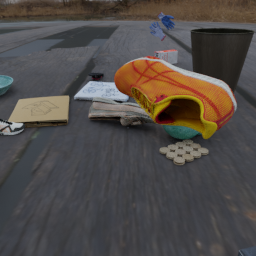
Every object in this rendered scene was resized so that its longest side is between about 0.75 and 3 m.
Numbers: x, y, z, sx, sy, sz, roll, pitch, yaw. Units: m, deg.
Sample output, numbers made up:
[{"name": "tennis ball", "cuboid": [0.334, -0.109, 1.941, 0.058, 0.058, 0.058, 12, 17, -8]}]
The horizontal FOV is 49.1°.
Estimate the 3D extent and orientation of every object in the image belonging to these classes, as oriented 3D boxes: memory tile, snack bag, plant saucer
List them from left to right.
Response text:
[{"name": "plant saucer", "cuboid": [-6.023, -1.623, 11.443, 2.584, 0.464, 2.584, -1, 26, 0]}, {"name": "snack bag", "cuboid": [-0.873, -1.502, 11.467, 2.144, 0.229, 2.021, 4, 26, 10]}, {"name": "memory tile", "cuboid": [1.440, 0.603, 7.193, 1.106, 0.093, 0.848, -15, 29, -30]}]

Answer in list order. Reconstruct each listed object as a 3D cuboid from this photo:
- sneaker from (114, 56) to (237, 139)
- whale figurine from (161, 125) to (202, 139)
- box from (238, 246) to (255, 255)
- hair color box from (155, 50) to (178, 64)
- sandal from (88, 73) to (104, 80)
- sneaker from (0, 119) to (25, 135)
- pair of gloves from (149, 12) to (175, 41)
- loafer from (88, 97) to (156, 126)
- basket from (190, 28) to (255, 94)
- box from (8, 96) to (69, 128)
[{"name": "sneaker", "cuboid": [0.541, -0.614, 4.965, 1.007, 0.953, 2.611, -39, 40, -25]}, {"name": "whale figurine", "cuboid": [1.915, -0.465, 7.644, 2.102, 1.672, 1.090, -20, 26, -4]}, {"name": "box", "cuboid": [2.477, 2.081, 3.806, 1.498, 0.326, 1.200, -6, 26, -13]}, {"name": "hair color box", "cuboid": [2.213, -4.105, 16.322, 1.361, 0.755, 0.435, -13, 28, -26]}, {"name": "sandal", "cuboid": [-1.505, -2.492, 13.544, 0.534, 0.321, 1.423, 11, 12, 10]}, {"name": "sneaker", "cuboid": [-3.623, -0.059, 8.158, 1.181, 0.473, 0.435, -4, 24, -11]}, {"name": "pair of gloves", "cuboid": [1.431, -4.258, 11.670, 0.883, 1.098, 0.125, 48, 31, 6]}, {"name": "loafer", "cuboid": [-0.177, -0.368, 8.681, 2.373, 0.853, 0.746, 15, 74, 28]}, {"name": "basket", "cuboid": [3.311, -2.305, 10.438, 2.298, 2.549, 1.733, -4, 25, -9]}, {"name": "box", "cuboid": [-2.950, -0.589, 9.535, 1.828, 0.238, 2.236, -4, 26, -9]}]
